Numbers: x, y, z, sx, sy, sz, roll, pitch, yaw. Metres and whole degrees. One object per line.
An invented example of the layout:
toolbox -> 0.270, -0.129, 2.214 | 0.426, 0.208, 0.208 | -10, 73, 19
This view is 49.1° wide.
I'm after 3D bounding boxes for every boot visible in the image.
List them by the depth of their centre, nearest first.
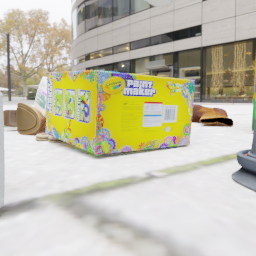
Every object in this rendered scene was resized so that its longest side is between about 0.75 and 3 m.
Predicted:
boot -> -1.975, -0.235, 6.585 | 1.395, 0.664, 1.803 | 0, 7, -43
boot -> 2.266, -0.282, 8.586 | 1.646, 0.599, 1.749 | 9, 15, 12

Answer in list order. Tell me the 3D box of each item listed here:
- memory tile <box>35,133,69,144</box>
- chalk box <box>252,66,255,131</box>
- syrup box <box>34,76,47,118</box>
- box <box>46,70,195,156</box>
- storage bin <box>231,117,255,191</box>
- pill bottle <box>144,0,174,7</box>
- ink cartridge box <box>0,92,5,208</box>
memory tile -> -0.942, 0.137, 5.320 | 1.035, 0.113, 1.350 | 5, 7, 34
chalk box -> 3.845, -1.331, 6.225 | 1.777, 2.856, 1.768 | 3, 6, 29
syrup box -> -1.093, -0.555, 6.581 | 1.928, 0.785, 0.759 | 6, 19, -42
box -> -0.178, -0.306, 4.469 | 1.736, 1.059, 1.672 | -3, 9, -37
storage bin -> 1.946, -0.224, 1.725 | 1.690, 1.560, 2.322 | -1, 7, -13
pill bottle -> 0.351, -3.153, 5.429 | 1.030, 1.030, 1.894 | -2, 48, -23
ink cartridge box -> -1.628, 0.208, 0.986 | 1.391, 0.815, 1.925 | 1, 7, 13
